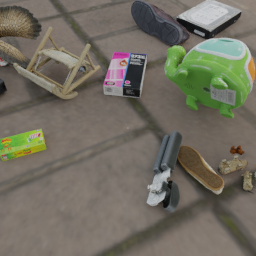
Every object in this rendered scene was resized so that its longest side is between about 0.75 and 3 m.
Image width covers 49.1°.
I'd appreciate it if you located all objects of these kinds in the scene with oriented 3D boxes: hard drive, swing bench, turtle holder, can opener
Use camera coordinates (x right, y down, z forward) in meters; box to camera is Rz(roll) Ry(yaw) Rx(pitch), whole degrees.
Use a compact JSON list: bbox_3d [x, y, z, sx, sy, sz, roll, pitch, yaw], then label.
[{"bbox_3d":[3.414,-4.639,11.790,2.440,0.462,1.705,-36,57,-29],"label":"hard drive"},{"bbox_3d":[-2.187,-1.911,8.774,1.787,1.165,1.796,31,75,23],"label":"swing bench"},{"bbox_3d":[2.277,-1.522,7.809,2.471,1.877,1.755,8,60,56],"label":"turtle holder"},{"bbox_3d":[0.941,0.992,6.692,0.705,0.558,2.122,37,47,-20],"label":"can opener"}]

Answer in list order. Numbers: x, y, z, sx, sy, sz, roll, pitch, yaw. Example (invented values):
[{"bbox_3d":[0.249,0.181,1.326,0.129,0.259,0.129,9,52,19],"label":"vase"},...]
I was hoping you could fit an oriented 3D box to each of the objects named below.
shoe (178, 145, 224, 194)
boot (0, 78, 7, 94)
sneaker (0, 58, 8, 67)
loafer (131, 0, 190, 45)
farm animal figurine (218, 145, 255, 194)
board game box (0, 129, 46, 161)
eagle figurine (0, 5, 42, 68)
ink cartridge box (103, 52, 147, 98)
[{"bbox_3d":[1.708,1.004,6.745,0.519,0.396,1.485,-37,51,-3],"label":"shoe"},{"bbox_3d":[-4.870,-1.073,8.407,1.528,0.608,1.853,31,58,13],"label":"boot"},{"bbox_3d":[-4.520,-2.481,9.844,0.258,0.415,0.774,-36,57,-28],"label":"sneaker"},{"bbox_3d":[1.259,-4.171,11.167,0.887,1.012,2.815,-19,55,-41],"label":"loafer"},{"bbox_3d":[2.792,0.990,6.665,1.088,0.547,0.878,35,75,24],"label":"farm animal figurine"},{"bbox_3d":[-2.746,0.430,7.297,1.100,0.262,0.559,-15,50,-14],"label":"board game box"},{"bbox_3d":[-4.463,-3.091,9.613,2.617,1.986,1.975,1,27,8],"label":"eagle figurine"},{"bbox_3d":[-0.018,-1.980,9.409,1.165,0.456,2.461,6,46,5],"label":"ink cartridge box"}]
